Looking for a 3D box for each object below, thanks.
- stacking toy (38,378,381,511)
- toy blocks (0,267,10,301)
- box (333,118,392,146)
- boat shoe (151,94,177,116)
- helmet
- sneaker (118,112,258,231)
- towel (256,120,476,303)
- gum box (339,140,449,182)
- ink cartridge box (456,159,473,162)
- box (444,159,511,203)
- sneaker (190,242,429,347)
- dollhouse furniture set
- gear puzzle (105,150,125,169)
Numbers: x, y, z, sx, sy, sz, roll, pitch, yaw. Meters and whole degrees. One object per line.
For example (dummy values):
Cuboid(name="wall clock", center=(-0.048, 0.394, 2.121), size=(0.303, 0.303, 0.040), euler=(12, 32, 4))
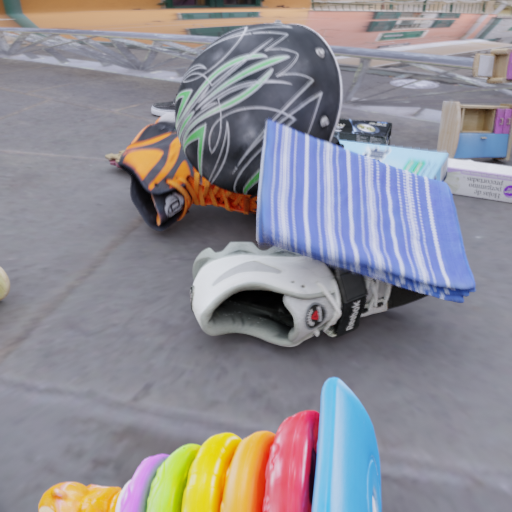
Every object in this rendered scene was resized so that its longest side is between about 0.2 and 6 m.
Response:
Cuboid(name="stacking toy", center=(-0.469, 1.935, 4.165), size=(2.713, 1.574, 1.489), euler=(-6, 36, 15))
Cuboid(name="toy blocks", center=(-4.200, 0.725, 6.824), size=(1.570, 0.684, 1.884), euler=(4, 29, 8))
Cuboid(name="box", center=(2.375, -2.739, 13.134), size=(1.438, 0.619, 1.178), euler=(10, 31, 17))
Cuboid(name="boat shoe", center=(-2.014, -4.381, 16.054), size=(1.998, 0.662, 0.698), euler=(1, 29, 2))
Cuboid(name="helmet", center=(0.054, -1.976, 7.741), size=(2.406, 2.406, 2.293), euler=(10, -2, 17))
Cuboid(name="sneaker", center=(-0.742, -0.994, 9.372), size=(3.527, 1.368, 1.976), euler=(25, 51, 16))
Cuboid(name="towel", center=(1.248, -0.552, 6.327), size=(2.545, 0.303, 1.842), euler=(16, 50, -15))
Cuboid(name="gum box", center=(1.946, -1.354, 10.275), size=(2.538, 0.565, 2.156), euler=(14, 41, 29))
Cuboid(name="ink cartridge box", center=(4.604, -1.731, 11.667), size=(1.179, 0.279, 0.943), euler=(7, 29, 17))
Cuboid(name="box", center=(3.751, -1.607, 11.148), size=(2.902, 0.561, 0.601), euler=(12, 31, 20))
Cuboid(name="sneaker", center=(0.831, 0.511, 6.740), size=(3.276, 1.214, 1.450), euler=(-7, 27, 2))
Cuboid(name="dollhouse furniture set", center=(5.310, -2.800, 11.026), size=(1.784, 2.581, 2.734), euler=(-6, 18, -26))
Cuboid(name="gear puzzle", center=(-1.871, -1.781, 11.787), size=(2.602, 0.341, 1.348), euler=(25, 35, 32))
